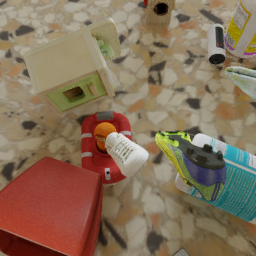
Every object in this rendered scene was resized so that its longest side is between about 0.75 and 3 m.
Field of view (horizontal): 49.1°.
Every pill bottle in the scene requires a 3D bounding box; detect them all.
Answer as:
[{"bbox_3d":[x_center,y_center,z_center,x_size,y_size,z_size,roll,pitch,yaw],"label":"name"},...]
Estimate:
[{"bbox_3d":[2.844,1.412,7.272,2.941,1.629,1.629,24,64,12],"label":"pill bottle"},{"bbox_3d":[4.334,-3.796,9.378,1.474,2.828,1.474,0,63,-1],"label":"pill bottle"}]

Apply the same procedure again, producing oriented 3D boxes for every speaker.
[{"bbox_3d":[3.235,-3.062,10.262,0.611,0.611,1.505,6,62,3],"label":"speaker"}]

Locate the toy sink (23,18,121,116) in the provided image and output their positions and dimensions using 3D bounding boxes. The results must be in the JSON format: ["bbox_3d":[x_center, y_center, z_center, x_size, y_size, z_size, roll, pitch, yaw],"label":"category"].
[{"bbox_3d":[-1.342,-1.718,8.521,2.785,1.815,1.560,-23,72,-1],"label":"toy sink"}]

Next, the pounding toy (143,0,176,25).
[{"bbox_3d":[1.143,-5.030,10.292,1.095,2.393,2.102,1,62,1],"label":"pounding toy"}]

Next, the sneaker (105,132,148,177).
[{"bbox_3d":[-0.150,0.510,5.926,0.766,1.809,0.659,40,84,-12],"label":"sneaker"}]

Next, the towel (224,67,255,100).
[{"bbox_3d":[3.093,-0.899,6.322,0.364,1.293,1.511,-59,36,4],"label":"towel"}]

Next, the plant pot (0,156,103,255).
[{"bbox_3d":[-1.689,2.080,6.694,2.309,2.311,2.037,17,50,9],"label":"plant pot"}]

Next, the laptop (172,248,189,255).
[{"bbox_3d":[1.241,3.969,6.179,1.785,1.105,1.907,-32,66,-16],"label":"laptop"}]

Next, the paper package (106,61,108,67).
[{"bbox_3d":[-1.124,-2.018,9.816,0.715,0.388,0.750,12,63,6],"label":"paper package"}]

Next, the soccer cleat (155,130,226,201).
[{"bbox_3d":[1.162,0.674,5.930,0.800,2.473,1.034,-4,105,-15],"label":"soccer cleat"}]

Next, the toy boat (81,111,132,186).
[{"bbox_3d":[-0.610,0.396,7.863,1.516,1.518,2.323,-5,62,-2],"label":"toy boat"}]
